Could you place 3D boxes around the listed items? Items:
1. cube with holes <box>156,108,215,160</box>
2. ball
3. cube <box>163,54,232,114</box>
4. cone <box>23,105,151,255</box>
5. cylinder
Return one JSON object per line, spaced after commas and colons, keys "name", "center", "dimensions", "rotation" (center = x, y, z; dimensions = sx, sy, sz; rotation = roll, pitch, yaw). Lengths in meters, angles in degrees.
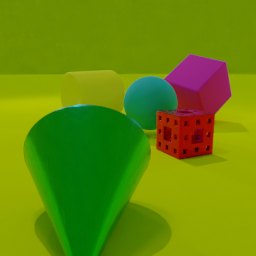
{"name": "cube with holes", "center": [0.986, 0.069, 4.908], "dimensions": [0.709, 0.709, 0.709], "rotation": [-6, 13, -26]}
{"name": "ball", "center": [0.486, -0.535, 6.097], "dimensions": [1.164, 1.164, 1.164], "rotation": [0, 12, 0]}
{"name": "cube", "center": [1.896, -1.079, 7.599], "dimensions": [1.199, 1.199, 1.199], "rotation": [-45, 44, -16]}
{"name": "cone", "center": [-0.349, 0.670, 2.315], "dimensions": [1.247, 1.247, 1.252], "rotation": [-1, 38, -4]}
{"name": "cylinder", "center": [-0.996, -0.903, 7.818], "dimensions": [1.353, 1.353, 1.353], "rotation": [-11, 16, -35]}
